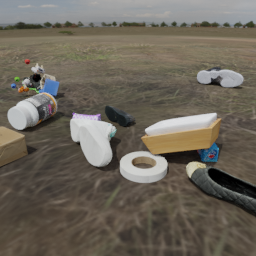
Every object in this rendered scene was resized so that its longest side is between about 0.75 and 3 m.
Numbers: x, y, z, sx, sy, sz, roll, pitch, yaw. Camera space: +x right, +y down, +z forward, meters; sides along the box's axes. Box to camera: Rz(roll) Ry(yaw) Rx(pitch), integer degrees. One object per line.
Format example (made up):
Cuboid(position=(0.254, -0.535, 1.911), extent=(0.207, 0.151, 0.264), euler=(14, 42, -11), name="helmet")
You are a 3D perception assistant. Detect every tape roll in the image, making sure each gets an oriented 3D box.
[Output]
Cuboid(position=(0.447, 1.080, 7.953), extent=(1.367, 0.250, 1.367), euler=(0, 23, 0), name="tape roll")

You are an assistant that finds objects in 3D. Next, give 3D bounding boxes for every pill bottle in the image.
Cuboid(position=(-3.714, -0.665, 10.992), extent=(1.068, 1.068, 1.836), euler=(9, 26, 20), name="pill bottle")

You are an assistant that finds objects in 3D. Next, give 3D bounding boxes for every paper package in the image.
Cuboid(position=(-3.991, 0.567, 8.603), extent=(1.319, 0.682, 1.257), euler=(16, 28, 32), name="paper package")

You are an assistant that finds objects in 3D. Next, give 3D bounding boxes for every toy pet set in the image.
Cuboid(position=(-4.542, -2.111, 13.898), extent=(1.840, 1.971, 1.047), euler=(13, 45, -37), name="toy pet set")

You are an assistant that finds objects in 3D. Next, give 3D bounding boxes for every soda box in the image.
Cuboid(position=(2.452, 0.550, 8.945), extent=(0.465, 0.440, 1.370), euler=(0, 23, -1), name="soda box")

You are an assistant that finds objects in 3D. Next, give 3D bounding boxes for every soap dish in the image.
Cuboid(position=(1.646, 0.172, 8.308), extent=(2.042, 0.830, 1.607), euler=(-10, 7, 28), name="soap dish")

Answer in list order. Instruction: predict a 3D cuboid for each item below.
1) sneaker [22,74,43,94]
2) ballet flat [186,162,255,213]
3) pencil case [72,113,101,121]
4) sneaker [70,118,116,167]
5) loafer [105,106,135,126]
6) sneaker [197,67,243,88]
Cuboid(position=(-5.076, -2.570, 15.503), extent=(2.366, 0.991, 0.908), euler=(21, 31, 39), name="sneaker")
Cuboid(position=(2.609, 1.355, 6.607), extent=(0.935, 0.799, 2.814), euler=(-20, 30, -39), name="ballet flat")
Cuboid(position=(-1.625, -0.345, 10.986), extent=(1.126, 0.481, 0.472), euler=(4, 20, 7), name="pencil case")
Cuboid(position=(-0.893, 0.248, 8.914), extent=(1.296, 1.102, 2.930), euler=(-6, 22, -24), name="sneaker")
Cuboid(position=(-0.360, -0.501, 11.358), extent=(0.560, 0.564, 1.548), euler=(-10, 34, -41), name="loafer")
Cuboid(position=(5.624, -3.129, 16.763), extent=(2.660, 1.004, 1.514), euler=(12, 28, 31), name="sneaker")
